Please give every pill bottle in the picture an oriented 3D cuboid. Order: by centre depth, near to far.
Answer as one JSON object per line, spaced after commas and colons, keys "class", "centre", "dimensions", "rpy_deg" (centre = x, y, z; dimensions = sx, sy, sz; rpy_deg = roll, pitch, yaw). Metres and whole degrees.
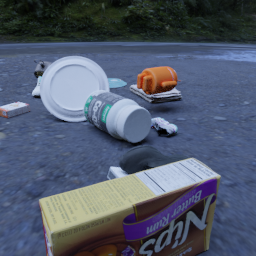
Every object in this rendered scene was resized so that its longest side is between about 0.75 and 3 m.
{"class": "pill bottle", "centre": [-0.389, -0.417, 9.409], "dimensions": [1.352, 1.352, 2.390], "rpy_deg": [-15, 25, -33]}

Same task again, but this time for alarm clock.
{"class": "alarm clock", "centre": [-4.344, -3.102, 15.372], "dimensions": [1.696, 0.837, 2.515], "rpy_deg": [10, -15, 17]}

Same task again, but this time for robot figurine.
{"class": "robot figurine", "centre": [1.267, -2.000, 11.731], "dimensions": [1.923, 1.121, 1.383], "rpy_deg": [-14, -8, -33]}

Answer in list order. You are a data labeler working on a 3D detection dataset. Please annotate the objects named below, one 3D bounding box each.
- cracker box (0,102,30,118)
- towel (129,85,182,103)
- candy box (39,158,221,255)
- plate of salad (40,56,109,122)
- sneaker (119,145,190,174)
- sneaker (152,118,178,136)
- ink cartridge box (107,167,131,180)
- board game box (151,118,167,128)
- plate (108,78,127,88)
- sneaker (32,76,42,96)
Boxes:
{"class": "cracker box", "centre": [-4.795, -0.771, 11.710], "dimensions": [0.754, 0.325, 1.126], "rpy_deg": [13, 24, 30]}
{"class": "towel", "centre": [1.378, -1.882, 14.347], "dimensions": [1.822, 0.474, 2.749], "rpy_deg": [-8, 23, -22]}
{"class": "candy box", "centre": [0.115, 1.519, 4.240], "dimensions": [2.622, 1.529, 0.740], "rpy_deg": [-10, 25, -25]}
{"class": "plate of salad", "centre": [-2.083, -1.533, 11.085], "dimensions": [2.687, 2.687, 0.645], "rpy_deg": [-3, -10, -7]}
{"class": "sneaker", "centre": [0.754, 0.951, 6.466], "dimensions": [1.937, 0.735, 0.879], "rpy_deg": [9, 27, -14]}
{"class": "sneaker", "centre": [1.078, -0.011, 9.615], "dimensions": [1.082, 0.421, 0.757], "rpy_deg": [21, 30, 38]}
{"class": "ink cartridge box", "centre": [0.355, 1.350, 6.362], "dimensions": [1.222, 0.307, 1.408], "rpy_deg": [12, 13, -31]}
{"class": "board game box", "centre": [0.851, -0.163, 10.455], "dimensions": [1.179, 0.115, 0.607], "rpy_deg": [-13, 23, -30]}
{"class": "plate", "centre": [-1.095, -2.748, 16.849], "dimensions": [2.056, 0.263, 2.056], "rpy_deg": [-1, 21, 0]}
{"class": "sneaker", "centre": [-4.557, -2.227, 14.652], "dimensions": [0.757, 0.890, 2.012], "rpy_deg": [0, 22, -4]}
